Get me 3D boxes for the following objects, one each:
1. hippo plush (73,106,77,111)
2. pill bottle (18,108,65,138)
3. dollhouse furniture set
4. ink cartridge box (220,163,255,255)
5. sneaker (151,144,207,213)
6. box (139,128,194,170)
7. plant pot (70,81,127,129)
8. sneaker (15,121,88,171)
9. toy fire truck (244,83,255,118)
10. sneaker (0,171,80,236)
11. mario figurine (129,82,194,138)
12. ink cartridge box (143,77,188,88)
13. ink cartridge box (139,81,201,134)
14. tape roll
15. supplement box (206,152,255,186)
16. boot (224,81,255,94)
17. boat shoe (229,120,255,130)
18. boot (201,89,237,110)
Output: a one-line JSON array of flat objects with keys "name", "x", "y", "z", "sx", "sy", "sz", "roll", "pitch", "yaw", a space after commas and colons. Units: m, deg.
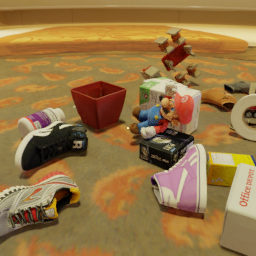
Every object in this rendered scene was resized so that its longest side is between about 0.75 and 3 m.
[{"name": "hippo plush", "x": -2.045, "y": -1.515, "z": 13.230, "sx": 1.204, "sy": 0.968, "sz": 0.959, "roll": -13, "pitch": 29, "yaw": -24}, {"name": "pill bottle", "x": -3.197, "y": -0.180, "z": 10.520, "sx": 0.927, "sy": 0.927, "sz": 1.648, "roll": 19, "pitch": 33, "yaw": 33}, {"name": "dollhouse furniture set", "x": 2.246, "y": -3.650, "z": 15.764, "sx": 2.937, "sy": 2.969, "sz": 1.529, "roll": -38, "pitch": 31, "yaw": -3}, {"name": "ink cartridge box", "x": 3.556, "y": 1.964, "z": 6.019, "sx": 2.676, "sy": 1.108, "sz": 1.950, "roll": 13, "pitch": 29, "yaw": 25}, {"name": "sneaker", "x": 1.418, "y": 1.198, "z": 7.839, "sx": 1.474, "sy": 0.937, "sz": 2.586, "roll": 3, "pitch": 26, "yaw": 13}, {"name": "box", "x": 1.293, "y": 0.631, "z": 9.253, "sx": 1.222, "sy": 0.643, "sz": 1.492, "roll": 20, "pitch": 32, "yaw": 35}, {"name": "plant pot", "x": -1.178, "y": -0.908, "z": 11.452, "sx": 1.658, "sy": 1.461, "sz": 1.657, "roll": 24, "pitch": 35, "yaw": 39}, {"name": "sneaker", "x": -2.204, "y": 0.519, "z": 9.051, "sx": 1.558, "sy": 1.018, "sz": 2.786, "roll": 7, "pitch": 26, "yaw": 16}, {"name": "toy fire truck", "x": 5.633, "y": -1.193, "z": 12.159, "sx": 1.178, "sy": 1.338, "sz": 0.861, "roll": 3, "pitch": 27, "yaw": 7}, {"name": "sneaker", "x": -2.197, "y": 1.799, "z": 6.564, "sx": 1.000, "sy": 0.948, "sz": 2.435, "roll": 23, "pitch": 35, "yaw": 37}, {"name": "mario figurine", "x": 0.987, "y": -0.580, "z": 9.176, "sx": 2.497, "sy": 1.541, "sz": 1.323, "roll": -18, "pitch": -2, "yaw": 43}, {"name": "ink cartridge box", "x": 1.861, "y": -1.868, "z": 14.110, "sx": 1.425, "sy": 0.822, "sz": 1.951, "roll": -15, "pitch": 30, "yaw": -27}, {"name": "ink cartridge box", "x": 1.590, "y": -0.802, "z": 11.039, "sx": 2.233, "sy": 1.617, "sz": 0.938, "roll": 19, "pitch": 33, "yaw": 33}, {"name": "tape roll", "x": 4.624, "y": -0.384, "z": 10.116, "sx": 1.709, "sy": 1.709, "sz": 0.312, "roll": 14, "pitch": 20, "yaw": 27}, {"name": "supplement box", "x": 2.931, "y": 1.197, "z": 8.039, "sx": 1.297, "sy": 0.710, "sz": 0.706, "roll": 5, "pitch": 26, "yaw": 8}, {"name": "boot", "x": 6.003, "y": -2.080, "z": 14.966, "sx": 1.121, "sy": 0.594, "sz": 1.703, "roll": -11, "pitch": 17, "yaw": -15}, {"name": "boat shoe", "x": 4.654, "y": -0.109, "z": 10.950, "sx": 1.272, "sy": 0.470, "sz": 0.470, "roll": 11, "pitch": 28, "yaw": 20}, {"name": "boot", "x": 4.238, "y": -1.303, "z": 13.164, "sx": 1.786, "sy": 0.658, "sz": 1.382, "roll": 1, "pitch": 27, "yaw": 3}]
